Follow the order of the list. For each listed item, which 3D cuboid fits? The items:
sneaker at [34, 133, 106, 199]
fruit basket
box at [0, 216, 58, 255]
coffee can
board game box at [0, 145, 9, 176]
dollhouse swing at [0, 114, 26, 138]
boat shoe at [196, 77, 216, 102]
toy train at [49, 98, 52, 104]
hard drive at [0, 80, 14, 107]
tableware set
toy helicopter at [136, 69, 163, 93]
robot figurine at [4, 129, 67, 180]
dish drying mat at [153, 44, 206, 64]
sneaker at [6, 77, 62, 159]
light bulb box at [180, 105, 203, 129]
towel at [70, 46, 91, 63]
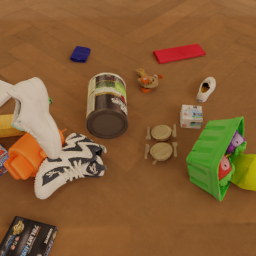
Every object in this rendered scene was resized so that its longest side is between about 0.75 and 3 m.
[{"bbox_3d":[-1.727,1.395,9.524,1.807,1.108,2.777,13,39,22],"label":"sneaker"},{"bbox_3d":[3.648,1.134,9.398,2.831,2.042,2.831,-12,38,9],"label":"fruit basket"},{"bbox_3d":[-2.990,3.442,8.250,1.394,0.349,1.404,10,50,10],"label":"box"},{"bbox_3d":[-0.847,-0.910,11.236,1.619,1.619,2.212,-2,48,-2],"label":"coffee can"},{"bbox_3d":[-5.554,1.473,9.915,1.736,0.442,2.565,34,56,26],"label":"board game box"},{"bbox_3d":[-4.729,-0.249,11.026,1.209,1.098,1.063,-6,69,-15],"label":"dollhouse swing"},{"bbox_3d":[3.615,-1.920,12.827,0.612,0.602,1.725,25,53,21],"label":"boat shoe"},{"bbox_3d":[-3.768,-1.020,12.310,1.005,0.210,0.283,-33,66,-26],"label":"toy train"},{"bbox_3d":[-6.393,-1.218,12.378,1.684,0.335,2.553,21,52,18],"label":"hard drive"},{"bbox_3d":[1.302,0.593,10.780,1.206,0.366,1.824,-4,42,12],"label":"tableware set"},{"bbox_3d":[0.916,-2.417,13.285,1.103,0.658,1.668,-19,43,-12],"label":"toy helicopter"},{"bbox_3d":[-3.219,0.749,9.935,1.378,1.700,2.363,34,50,5],"label":"robot figurine"},{"bbox_3d":[2.725,-3.961,14.903,2.648,0.241,1.017,-13,50,-12],"label":"dish drying mat"},{"bbox_3d":[-2.254,-0.087,6.649,0.924,2.088,0.786,-28,29,-33],"label":"sneaker"},{"bbox_3d":[2.613,-0.466,11.590,0.829,0.522,0.836,5,49,4],"label":"light bulb box"},{"bbox_3d":[-2.501,-3.876,14.813,0.865,0.290,1.172,11,49,1],"label":"towel"}]
